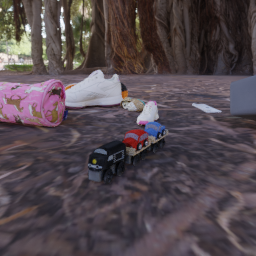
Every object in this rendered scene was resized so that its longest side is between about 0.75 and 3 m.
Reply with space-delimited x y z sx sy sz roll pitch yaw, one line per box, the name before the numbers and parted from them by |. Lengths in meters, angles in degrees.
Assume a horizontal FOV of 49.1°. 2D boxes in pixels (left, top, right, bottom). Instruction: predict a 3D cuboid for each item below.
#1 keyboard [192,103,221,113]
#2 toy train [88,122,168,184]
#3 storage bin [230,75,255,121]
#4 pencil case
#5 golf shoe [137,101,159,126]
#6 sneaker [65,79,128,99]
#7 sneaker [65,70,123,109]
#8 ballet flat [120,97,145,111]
keyboard | 2.827 -0.729 10.200 0.505 0.096 1.793 4 13 -5
toy train | 0.105 0.283 4.620 0.399 0.536 2.339 7 14 28
storage bin | 3.417 -0.766 6.654 2.020 1.470 1.357 7 -8 -41
pencil case | -3.127 -0.726 7.535 2.998 1.241 1.297 4 -8 18
golf shoe | 0.532 -0.412 7.632 0.483 0.587 1.284 4 15 14
sneaker | -1.385 -1.514 11.691 2.706 1.025 1.245 -3 9 -17
sneaker | -1.547 -1.439 10.366 2.772 1.381 1.038 -8 17 -25
ballet flat | 0.128 -0.776 9.788 0.459 0.495 1.405 -32 20 -15
